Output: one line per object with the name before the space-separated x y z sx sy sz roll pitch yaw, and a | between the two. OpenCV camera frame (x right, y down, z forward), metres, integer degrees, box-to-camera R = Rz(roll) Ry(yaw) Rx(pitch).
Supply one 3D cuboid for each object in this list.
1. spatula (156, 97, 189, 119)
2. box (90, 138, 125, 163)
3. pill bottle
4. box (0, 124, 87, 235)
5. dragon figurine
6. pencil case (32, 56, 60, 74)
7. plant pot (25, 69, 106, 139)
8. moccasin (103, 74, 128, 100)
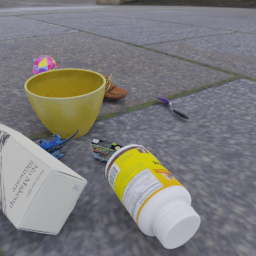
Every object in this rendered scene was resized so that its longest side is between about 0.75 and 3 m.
spatula | 1.594 -0.711 9.846 0.537 0.195 1.898 26 15 -33
box | -0.327 0.664 6.975 1.194 0.657 0.207 13 49 21
pill bottle | 0.405 1.174 5.046 1.026 1.026 1.878 -15 36 -25
box | -2.268 0.864 5.774 2.914 0.996 1.197 22 81 40
dragon figurine | -1.933 0.538 7.231 1.551 0.457 0.771 -17 30 -6
pencil case | -2.757 -1.898 10.266 0.834 0.834 1.888 8 -14 15
plant pot | -1.766 -0.646 8.380 2.259 1.604 2.259 0 32 0
moccasin | -0.965 -1.692 10.661 2.071 0.799 0.757 27 32 16
